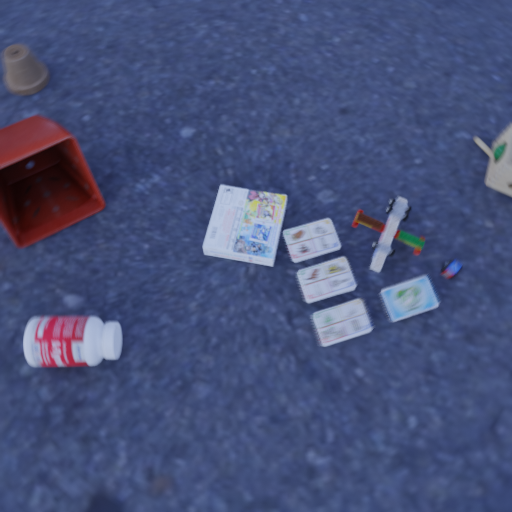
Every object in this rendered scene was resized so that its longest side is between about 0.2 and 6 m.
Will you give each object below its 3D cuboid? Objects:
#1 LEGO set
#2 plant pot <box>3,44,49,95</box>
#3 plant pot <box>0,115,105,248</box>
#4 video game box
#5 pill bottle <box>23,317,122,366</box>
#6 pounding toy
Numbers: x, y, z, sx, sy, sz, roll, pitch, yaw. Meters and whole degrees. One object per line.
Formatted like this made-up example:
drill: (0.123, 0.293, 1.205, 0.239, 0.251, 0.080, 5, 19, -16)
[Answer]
LEGO set: (2.004, 0.176, 9.461, 2.712, 0.666, 2.026, -17, 78, -9)
plant pot: (-4.794, -3.861, 11.455, 0.872, 0.760, 0.872, 0, 62, 0)
plant pot: (-3.868, -1.456, 9.728, 1.667, 1.668, 1.470, -28, 52, -15)
video game box: (-0.176, -0.552, 9.864, 1.239, 0.318, 1.359, 9, 62, 8)
pill bottle: (-2.781, 1.309, 8.588, 1.318, 0.740, 0.740, -1, 61, 0)
pounding toy: (4.752, -1.727, 10.293, 1.340, 0.952, 1.233, 23, 64, 0)
